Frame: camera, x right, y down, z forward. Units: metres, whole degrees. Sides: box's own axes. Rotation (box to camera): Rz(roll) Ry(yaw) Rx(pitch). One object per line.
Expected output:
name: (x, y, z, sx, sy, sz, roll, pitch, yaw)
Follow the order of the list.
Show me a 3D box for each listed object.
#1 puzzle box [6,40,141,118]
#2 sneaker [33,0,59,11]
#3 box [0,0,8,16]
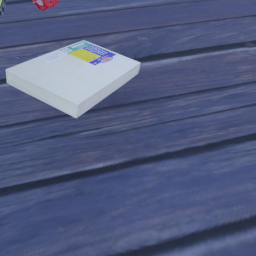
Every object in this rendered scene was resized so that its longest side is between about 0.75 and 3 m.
puzzle box: (-1.135, -1.355, 6.802, 1.913, 0.366, 2.876, 26, 38, 17)
sneaker: (-2.543, -3.572, 6.871, 1.094, 1.613, 2.791, 15, 44, 37)
box: (-2.472, -2.580, 4.898, 0.801, 0.221, 1.000, 14, 81, -13)
